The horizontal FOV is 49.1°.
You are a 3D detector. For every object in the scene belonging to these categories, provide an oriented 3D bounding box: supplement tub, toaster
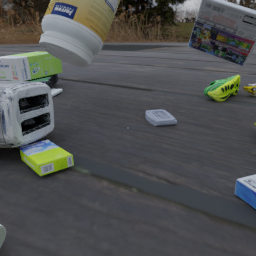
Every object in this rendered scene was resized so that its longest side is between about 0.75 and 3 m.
[{"bbox_3d":[-1.490,-3.482,8.760,1.954,2.706,1.954,20,-5,2],"label":"supplement tub"},{"bbox_3d":[-2.998,-0.363,6.704,1.784,1.569,2.761,0,11,12],"label":"toaster"}]

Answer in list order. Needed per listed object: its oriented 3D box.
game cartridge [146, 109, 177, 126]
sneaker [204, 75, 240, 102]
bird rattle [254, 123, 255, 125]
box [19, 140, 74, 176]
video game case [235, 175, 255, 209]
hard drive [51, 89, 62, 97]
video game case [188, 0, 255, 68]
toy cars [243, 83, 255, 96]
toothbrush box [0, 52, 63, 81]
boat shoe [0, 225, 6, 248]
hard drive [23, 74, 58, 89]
[{"bbox_3d":[0.993,-0.332,8.940,0.770,0.236,1.157,-1,20,-13],"label":"game cartridge"},{"bbox_3d":[4.011,-1.771,11.799,1.005,0.890,2.404,22,30,36],"label":"sneaker"},{"bbox_3d":[4.360,0.203,6.786,2.467,1.390,2.011,27,43,26],"label":"bird rattle"},{"bbox_3d":[-1.833,0.623,6.171,0.769,0.300,1.261,-15,21,-35],"label":"box"},{"bbox_3d":[2.836,1.205,4.628,1.369,0.343,1.510,-8,22,-21],"label":"video game case"},{"bbox_3d":[-3.396,-1.525,12.162,0.712,0.142,1.079,1,20,12],"label":"hard drive"},{"bbox_3d":[3.181,-3.110,9.167,2.098,1.911,0.241,25,55,13],"label":"video game case"},{"bbox_3d":[5.643,-1.681,12.280,0.860,0.425,1.917,11,19,32],"label":"toy cars"},{"bbox_3d":[-4.459,-2.834,12.675,1.734,1.025,2.382,9,23,31],"label":"toothbrush box"},{"bbox_3d":[-2.222,1.606,3.280,0.557,0.546,1.564,16,28,26],"label":"boat shoe"},{"bbox_3d":[-4.408,-2.067,12.859,2.023,0.548,2.896,-6,19,-5],"label":"hard drive"}]
